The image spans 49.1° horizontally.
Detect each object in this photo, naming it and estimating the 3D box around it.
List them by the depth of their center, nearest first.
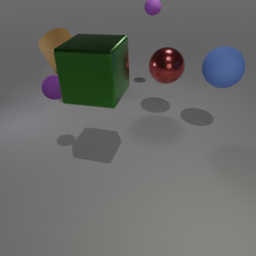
[{"bbox_3d":[-0.821,-1.469,7.028,1.400,1.400,1.400,7,34,14],"label":"cube"},{"bbox_3d":[-2.103,-1.153,7.985,0.700,0.700,0.700,0,32,0],"label":"ball"},{"bbox_3d":[3.259,-2.071,9.581,1.400,1.400,1.400,0,32,0],"label":"ball"},{"bbox_3d":[1.505,-2.430,10.926,1.400,1.400,1.400,0,32,0],"label":"ball"},{"bbox_3d":[1.040,-5.073,11.709,0.700,0.700,0.700,0,32,0],"label":"ball"},{"bbox_3d":[-2.782,-3.195,11.758,1.400,1.400,1.400,-30,84,-38],"label":"cylinder"}]
